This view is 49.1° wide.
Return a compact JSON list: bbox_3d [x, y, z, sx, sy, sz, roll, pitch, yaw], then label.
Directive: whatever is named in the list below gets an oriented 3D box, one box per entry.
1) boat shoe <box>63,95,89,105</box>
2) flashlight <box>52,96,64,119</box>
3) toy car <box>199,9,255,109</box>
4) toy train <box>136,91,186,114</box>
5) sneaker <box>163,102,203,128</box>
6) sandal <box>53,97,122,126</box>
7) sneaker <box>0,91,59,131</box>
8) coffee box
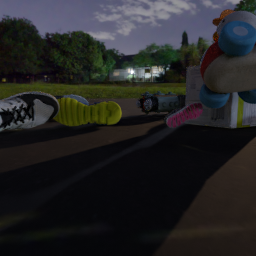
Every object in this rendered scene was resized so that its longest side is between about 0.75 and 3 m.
[{"bbox_3d":[-3.339,-1.119,13.401,2.781,0.984,1.262,-4,12,-16],"label":"boat shoe"},{"bbox_3d":[-3.734,-0.661,10.546,2.895,0.984,0.980,-12,-23,-43],"label":"flashlight"},{"bbox_3d":[2.739,-2.189,7.253,2.191,2.477,2.283,-7,-33,-5],"label":"toy car"},{"bbox_3d":[1.798,-1.242,13.888,2.715,1.157,1.547,-4,9,-28],"label":"toy train"},{"bbox_3d":[1.509,-0.399,7.868,1.253,0.462,0.548,-27,19,-16],"label":"sneaker"},{"bbox_3d":[-1.404,-0.481,9.400,2.396,0.952,1.043,7,0,1],"label":"sandal"},{"bbox_3d":[-3.327,-0.278,7.631,2.985,1.129,1.309,-10,22,-20],"label":"sneaker"},{"bbox_3d":[3.321,-1.101,9.426,1.967,1.989,1.986,-5,9,-32],"label":"coffee box"}]
